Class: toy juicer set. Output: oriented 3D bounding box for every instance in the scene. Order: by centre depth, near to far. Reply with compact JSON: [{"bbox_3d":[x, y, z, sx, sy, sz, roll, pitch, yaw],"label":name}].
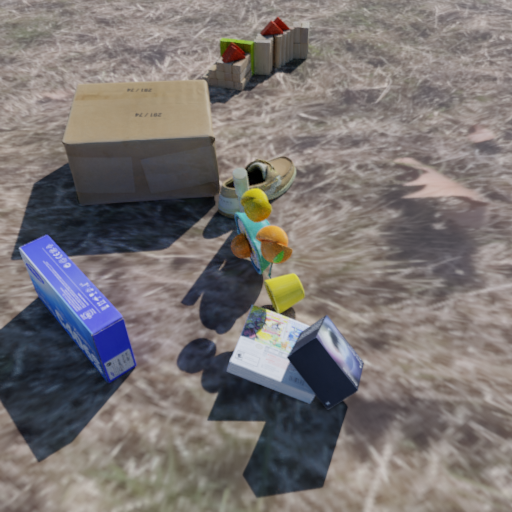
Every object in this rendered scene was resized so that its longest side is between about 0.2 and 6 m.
[{"bbox_3d":[-0.138,-0.470,9.571,0.771,1.801,2.832,-22,44,-7],"label":"toy juicer set"}]

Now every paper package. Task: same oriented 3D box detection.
[{"bbox_3d":[-2.381,-2.529,12.098,2.983,1.543,2.843,-5,42,-5],"label":"paper package"}]

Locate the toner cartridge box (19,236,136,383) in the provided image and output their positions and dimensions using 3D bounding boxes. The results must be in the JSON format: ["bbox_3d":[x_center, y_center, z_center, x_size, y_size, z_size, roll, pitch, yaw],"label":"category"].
[{"bbox_3d":[-2.784,0.771,8.663,0.521,1.147,2.414,-30,49,-29],"label":"toner cartridge box"}]

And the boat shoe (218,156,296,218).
[{"bbox_3d":[0.083,-1.588,11.631,0.824,0.739,2.227,26,48,27],"label":"boat shoe"}]

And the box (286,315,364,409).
[{"bbox_3d":[0.980,1.438,7.692,0.909,0.560,0.902,52,21,-1],"label":"box"}]

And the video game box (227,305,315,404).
[{"bbox_3d":[0.353,1.433,8.353,1.305,0.306,1.189,21,46,3],"label":"video game box"}]

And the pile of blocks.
[{"bbox_3d":[0.059,-6.244,16.481,1.719,1.301,4.188,30,49,30],"label":"pile of blocks"}]
